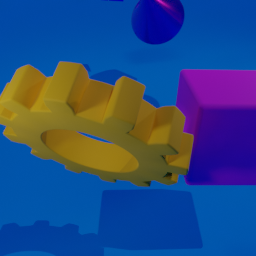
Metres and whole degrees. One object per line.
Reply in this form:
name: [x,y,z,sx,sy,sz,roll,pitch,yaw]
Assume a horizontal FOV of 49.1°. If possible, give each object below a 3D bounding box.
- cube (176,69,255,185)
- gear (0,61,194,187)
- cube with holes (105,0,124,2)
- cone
cube: [1.370,-0.043,3.945,1.216,1.216,1.216,0,31,-2]
gear: [-0.364,0.111,3.082,2.053,2.053,0.380,10,64,13]
cube with holes: [-0.531,-4.459,8.755,0.720,0.720,0.720,-4,41,-16]
cone: [0.498,-2.507,5.779,1.220,1.220,1.224,12,2,16]
